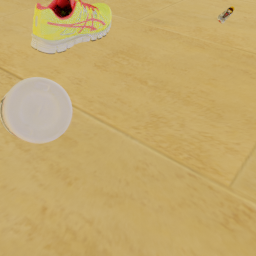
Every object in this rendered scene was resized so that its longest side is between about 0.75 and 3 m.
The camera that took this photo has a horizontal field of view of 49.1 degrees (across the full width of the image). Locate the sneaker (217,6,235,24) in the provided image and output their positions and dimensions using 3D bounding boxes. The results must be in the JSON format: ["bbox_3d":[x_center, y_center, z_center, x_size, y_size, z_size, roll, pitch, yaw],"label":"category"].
[{"bbox_3d":[3.397,-3.957,9.733,0.318,0.336,0.818,42,71,-3],"label":"sneaker"}]

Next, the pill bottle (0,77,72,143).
[{"bbox_3d":[-1.615,-0.269,4.682,0.959,0.959,1.685,-24,12,-25],"label":"pill bottle"}]

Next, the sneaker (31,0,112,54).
[{"bbox_3d":[-1.178,-2.629,6.505,0.974,1.126,2.493,26,45,20],"label":"sneaker"}]
